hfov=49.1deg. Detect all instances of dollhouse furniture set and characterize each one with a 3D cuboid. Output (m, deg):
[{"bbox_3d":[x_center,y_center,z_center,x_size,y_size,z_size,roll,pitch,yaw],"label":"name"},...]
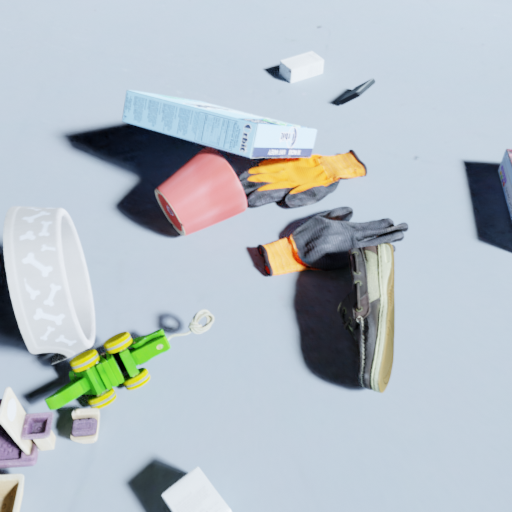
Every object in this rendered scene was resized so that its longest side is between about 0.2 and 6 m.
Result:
[{"bbox_3d":[-2.650,2.428,6.284,1.428,1.279,1.802,-3,48,-3],"label":"dollhouse furniture set"}]

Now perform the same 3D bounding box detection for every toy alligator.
[{"bbox_3d":[-1.725,1.374,7.713,2.433,0.721,0.660,-28,13,-23],"label":"toy alligator"}]

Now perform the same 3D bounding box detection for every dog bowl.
[{"bbox_3d":[-2.658,0.347,7.416,0.634,2.161,2.161,-12,49,-9],"label":"dog bowl"}]

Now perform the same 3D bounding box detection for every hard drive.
[{"bbox_3d":[2.223,-3.607,12.308,0.547,0.129,0.783,-15,23,49],"label":"hard drive"}]

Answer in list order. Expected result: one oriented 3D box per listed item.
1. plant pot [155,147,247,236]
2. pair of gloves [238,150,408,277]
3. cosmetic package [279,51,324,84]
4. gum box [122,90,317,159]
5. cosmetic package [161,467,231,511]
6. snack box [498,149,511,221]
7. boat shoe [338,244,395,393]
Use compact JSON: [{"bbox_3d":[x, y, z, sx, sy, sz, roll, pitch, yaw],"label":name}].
[{"bbox_3d":[-0.990,-1.024,9.514,1.166,1.317,1.317,-33,55,-15],"label":"plant pot"},{"bbox_3d":[1.078,-0.886,9.932,2.607,0.362,2.927,-12,50,-11],"label":"pair of gloves"},{"bbox_3d":[1.063,-4.428,13.138,0.931,0.378,0.525,-23,51,-18],"label":"cosmetic package"},{"bbox_3d":[-0.609,-2.366,10.170,2.717,0.605,2.309,21,18,25],"label":"gum box"},{"bbox_3d":[-0.650,2.872,6.370,0.520,0.524,0.626,-35,56,-20],"label":"cosmetic package"},{"bbox_3d":[5.324,-0.944,9.803,1.626,0.606,2.286,5,48,4],"label":"snack box"},{"bbox_3d":[1.589,0.844,8.100,0.798,0.901,2.461,-1,45,17],"label":"boat shoe"}]
